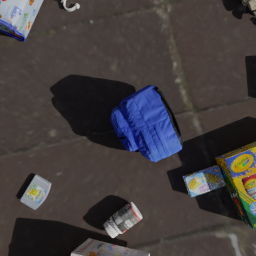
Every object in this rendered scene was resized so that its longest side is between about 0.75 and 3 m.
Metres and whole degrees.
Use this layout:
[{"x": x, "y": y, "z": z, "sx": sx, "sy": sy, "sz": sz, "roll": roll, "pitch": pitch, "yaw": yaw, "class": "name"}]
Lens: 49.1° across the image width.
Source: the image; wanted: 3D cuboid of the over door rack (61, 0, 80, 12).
[{"x": -1.564, "y": -4.730, "z": 7.278, "sx": 0.871, "sy": 1.933, "sz": 2.616, "roll": -1, "pitch": 88, "yaw": 2, "class": "over door rack"}]

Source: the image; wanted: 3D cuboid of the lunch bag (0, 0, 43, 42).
[{"x": -3.640, "y": -3.920, "z": 7.408, "sx": 2.630, "sy": 1.629, "sz": 2.236, "roll": 23, "pitch": 88, "yaw": -7, "class": "lunch bag"}]

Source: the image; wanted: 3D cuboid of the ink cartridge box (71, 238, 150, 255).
[{"x": -0.611, "y": 3.709, "z": 6.987, "sx": 2.020, "sy": 1.298, "sz": 1.265, "roll": 9, "pitch": 86, "yaw": 13, "class": "ink cartridge box"}]

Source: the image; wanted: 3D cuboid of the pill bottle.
[{"x": -0.139, "y": 2.498, "z": 7.583, "sx": 0.955, "sy": 0.544, "sz": 0.544, "roll": -37, "pitch": 88, "yaw": -2, "class": "pill bottle"}]

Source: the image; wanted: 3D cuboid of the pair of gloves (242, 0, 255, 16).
[{"x": 3.957, "y": -4.620, "z": 7.956, "sx": 2.364, "sy": 0.487, "sz": 2.780, "roll": -32, "pitch": 90, "yaw": 1, "class": "pair of gloves"}]

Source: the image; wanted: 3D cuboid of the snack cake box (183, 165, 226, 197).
[{"x": 2.097, "y": 1.466, "z": 7.748, "sx": 0.995, "sy": 0.334, "sz": 0.572, "roll": -19, "pitch": 86, "yaw": -1, "class": "snack cake box"}]

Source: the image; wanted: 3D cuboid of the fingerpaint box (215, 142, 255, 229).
[{"x": 3.880, "y": 1.275, "z": 7.497, "sx": 2.340, "sy": 0.858, "sz": 1.952, "roll": -21, "pitch": 87, "yaw": -1, "class": "fingerpaint box"}]

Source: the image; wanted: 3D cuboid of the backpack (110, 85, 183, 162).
[{"x": 0.492, "y": -0.023, "z": 7.305, "sx": 1.531, "sy": 1.483, "sz": 1.825, "roll": -30, "pitch": 99, "yaw": 7, "class": "backpack"}]

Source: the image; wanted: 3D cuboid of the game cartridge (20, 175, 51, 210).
[{"x": -2.552, "y": 1.813, "z": 7.825, "sx": 0.572, "sy": 0.173, "sz": 0.857, "roll": 30, "pitch": 88, "yaw": -2, "class": "game cartridge"}]
